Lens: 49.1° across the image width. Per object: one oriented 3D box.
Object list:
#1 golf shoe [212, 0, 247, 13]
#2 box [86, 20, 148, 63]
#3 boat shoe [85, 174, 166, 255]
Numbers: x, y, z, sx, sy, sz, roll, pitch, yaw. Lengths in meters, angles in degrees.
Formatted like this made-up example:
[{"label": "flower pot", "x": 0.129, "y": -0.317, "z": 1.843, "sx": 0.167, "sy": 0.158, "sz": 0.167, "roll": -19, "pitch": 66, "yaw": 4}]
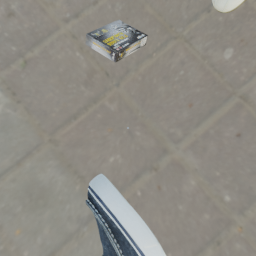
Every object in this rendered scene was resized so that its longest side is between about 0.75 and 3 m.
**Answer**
[{"label": "golf shoe", "x": 2.205, "y": -3.422, "z": 5.112, "sx": 0.913, "sy": 1.158, "sz": 2.515, "roll": 33, "pitch": 119, "yaw": 19}, {"label": "box", "x": -0.238, "y": -1.982, "z": 6.288, "sx": 0.900, "sy": 0.275, "sz": 1.136, "roll": 36, "pitch": 51, "yaw": 19}, {"label": "boat shoe", "x": -0.046, "y": 1.900, "z": 3.304, "sx": 1.185, "sy": 0.923, "sz": 2.609, "roll": -32, "pitch": 98, "yaw": -13}]
